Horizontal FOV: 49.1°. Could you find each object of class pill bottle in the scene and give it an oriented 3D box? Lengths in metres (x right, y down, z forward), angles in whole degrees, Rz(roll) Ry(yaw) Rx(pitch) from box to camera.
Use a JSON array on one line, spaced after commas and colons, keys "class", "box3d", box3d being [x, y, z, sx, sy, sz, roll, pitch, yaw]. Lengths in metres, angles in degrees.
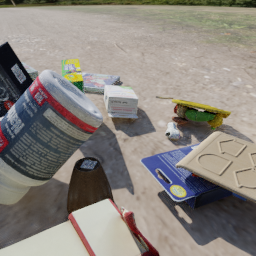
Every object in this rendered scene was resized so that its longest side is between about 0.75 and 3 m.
[{"class": "pill bottle", "box3d": [-1.755, 0.236, 5.313, 2.398, 1.434, 1.434, -47, 33, 7]}]

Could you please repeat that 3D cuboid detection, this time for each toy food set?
[{"class": "toy food set", "box3d": [1.942, -0.415, 8.477, 2.144, 0.700, 1.261, 16, 12, 22]}]

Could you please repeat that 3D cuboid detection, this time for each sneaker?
[{"class": "sneaker", "box3d": [1.198, 0.064, 7.905, 0.376, 0.283, 0.756, -4, 29, -8]}]

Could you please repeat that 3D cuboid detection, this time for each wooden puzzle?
[{"class": "wooden puzzle", "box3d": [2.185, 0.783, 5.652, 1.895, 0.439, 1.755, 19, 33, 36]}]

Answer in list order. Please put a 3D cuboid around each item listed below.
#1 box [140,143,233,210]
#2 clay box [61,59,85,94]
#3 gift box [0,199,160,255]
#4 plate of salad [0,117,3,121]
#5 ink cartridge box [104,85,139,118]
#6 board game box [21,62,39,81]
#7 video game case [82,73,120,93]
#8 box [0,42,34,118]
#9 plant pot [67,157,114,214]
[{"class": "box", "box3d": [1.672, 0.919, 6.166, 2.527, 0.409, 1.531, -11, 31, -23]}, {"class": "clay box", "box3d": [-1.641, -0.991, 8.507, 0.645, 1.556, 2.708, -6, 28, -9]}, {"class": "gift box", "box3d": [-0.332, 2.085, 1.911, 2.401, 2.571, 2.373, -15, 37, -29]}, {"class": "plate of salad", "box3d": [-3.524, -0.025, 7.512, 2.811, 0.675, 2.811, 7, 23, -3]}, {"class": "ink cartridge box", "box3d": [-0.231, -0.885, 9.121, 0.977, 0.562, 1.668, 2, 24, -12]}, {"class": "board game box", "box3d": [-4.750, -2.236, 11.818, 1.379, 0.601, 1.869, -20, 33, -31]}, {"class": "video game case", "box3d": [-1.439, -1.914, 11.622, 1.822, 0.209, 1.660, 9, 30, 16]}, {"class": "box", "box3d": [-3.139, -1.066, 6.725, 1.340, 1.471, 0.766, -16, 32, 19]}, {"class": "plant pot", "box3d": [-0.729, 1.081, 5.292, 0.926, 0.990, 0.926, 0, 28, 0]}]
